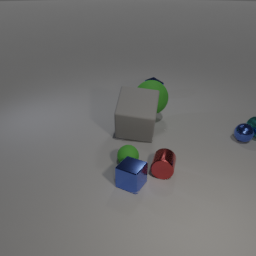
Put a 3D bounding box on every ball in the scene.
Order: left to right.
[{"bbox_3d":[0.002,0.886,8.959,0.700,0.700,0.700,0,28,0],"label":"ball"},{"bbox_3d":[0.944,-1.246,11.429,1.400,1.400,1.400,0,28,0],"label":"ball"},{"bbox_3d":[4.263,0.172,10.281,0.700,0.700,0.700,0,28,0],"label":"ball"}]

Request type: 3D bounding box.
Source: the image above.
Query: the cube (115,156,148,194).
[{"bbox_3d":[0.103,1.347,8.093,0.700,0.700,0.700,15,32,26],"label":"cube"}]

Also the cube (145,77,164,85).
[{"bbox_3d":[1.251,-2.030,14.038,0.700,0.700,0.700,37,43,27],"label":"cube"}]

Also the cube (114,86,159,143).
[{"bbox_3d":[0.325,-0.500,10.229,1.400,1.400,1.400,8,53,5],"label":"cube"}]

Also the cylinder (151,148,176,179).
[{"bbox_3d":[1.092,1.089,8.569,0.700,0.700,0.700,7,29,13],"label":"cylinder"}]

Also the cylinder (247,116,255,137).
[{"bbox_3d":[4.927,0.002,10.532,0.700,0.700,0.700,-7,24,-12],"label":"cylinder"}]
